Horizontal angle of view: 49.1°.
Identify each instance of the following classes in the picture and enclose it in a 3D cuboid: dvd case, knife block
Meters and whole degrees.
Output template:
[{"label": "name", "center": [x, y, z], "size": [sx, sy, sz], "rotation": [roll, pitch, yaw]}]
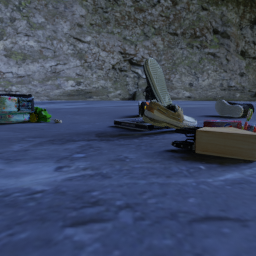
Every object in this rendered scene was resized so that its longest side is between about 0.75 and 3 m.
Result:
[{"label": "dvd case", "center": [0.706, -0.190, 11.936], "size": [1.691, 0.278, 2.250], "rotation": [-6, 10, -38]}, {"label": "knife block", "center": [1.956, 0.324, 6.695], "size": [1.592, 0.580, 1.813], "rotation": [-2, 8, -8]}]

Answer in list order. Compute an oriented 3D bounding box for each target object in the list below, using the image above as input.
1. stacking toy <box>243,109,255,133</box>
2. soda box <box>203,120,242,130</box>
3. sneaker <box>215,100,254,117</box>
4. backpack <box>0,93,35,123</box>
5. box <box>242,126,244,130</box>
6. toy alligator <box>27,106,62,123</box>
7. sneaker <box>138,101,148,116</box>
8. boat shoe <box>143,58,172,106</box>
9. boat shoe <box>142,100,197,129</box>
[{"label": "stacking toy", "center": [4.157, -0.144, 9.372], "size": [0.423, 0.906, 1.001], "rotation": [16, 12, 23]}, {"label": "soda box", "center": [3.448, -0.054, 10.268], "size": [1.337, 0.424, 0.468], "rotation": [3, 9, 18]}, {"label": "sneaker", "center": [6.639, -1.175, 17.424], "size": [1.362, 0.971, 2.747], "rotation": [0, 12, -19]}, {"label": "backpack", "center": [-5.695, -0.987, 13.286], "size": [1.764, 1.496, 1.987], "rotation": [2, -1, 34]}, {"label": "box", "center": [4.237, -0.048, 11.187], "size": [0.472, 0.184, 0.774], "rotation": [-1, 7, -11]}, {"label": "toy alligator", "center": [-4.394, -0.695, 14.008], "size": [2.793, 0.758, 0.828], "rotation": [4, 8, 29]}, {"label": "sneaker", "center": [1.398, -1.223, 17.533], "size": [1.181, 0.918, 2.626], "rotation": [-1, 5, 15]}, {"label": "boat shoe", "center": [1.066, -1.469, 11.265], "size": [0.894, 2.872, 1.071], "rotation": [0, 46, 28]}, {"label": "boat shoe", "center": [1.701, -0.458, 10.436], "size": [2.385, 0.816, 0.891], "rotation": [7, 20, -32]}]
